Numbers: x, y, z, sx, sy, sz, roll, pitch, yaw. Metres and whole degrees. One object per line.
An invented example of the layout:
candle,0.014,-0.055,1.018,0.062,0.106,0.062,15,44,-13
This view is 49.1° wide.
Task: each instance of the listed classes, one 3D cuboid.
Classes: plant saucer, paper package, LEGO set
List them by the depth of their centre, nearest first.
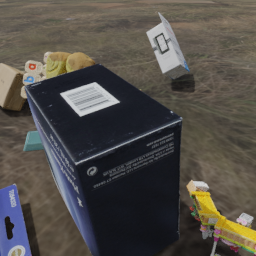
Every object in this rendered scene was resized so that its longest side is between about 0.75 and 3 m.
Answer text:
LEGO set,1.652,1.826,4.979,1.032,0.835,2.244,-8,22,-34
plant saucer,-1.807,0.256,8.278,2.407,0.228,0.842,-6,31,-8
paper package,-4.185,-1.451,9.960,1.407,1.341,0.728,31,8,38

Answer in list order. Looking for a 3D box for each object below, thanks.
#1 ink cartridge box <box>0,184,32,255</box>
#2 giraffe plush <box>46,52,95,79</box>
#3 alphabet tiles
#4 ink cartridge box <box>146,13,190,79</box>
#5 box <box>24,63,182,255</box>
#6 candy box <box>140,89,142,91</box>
ink cartridge box,-2.941,1.953,4.835,2.173,0.471,2.134,-21,41,-17
giraffe plush,-1.175,-0.837,8.244,2.276,2.638,2.139,49,31,20
alphabet tiles,-2.395,-1.469,9.538,2.219,2.269,0.166,7,-16,-16
ink cartridge box,1.629,-3.428,11.882,0.835,2.461,1.428,-24,-12,24
box,-0.469,0.649,5.125,1.673,2.693,2.715,-22,37,-21
candy box,0.218,-0.961,9.060,0.281,0.587,1.017,-22,17,-13
